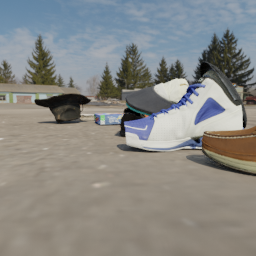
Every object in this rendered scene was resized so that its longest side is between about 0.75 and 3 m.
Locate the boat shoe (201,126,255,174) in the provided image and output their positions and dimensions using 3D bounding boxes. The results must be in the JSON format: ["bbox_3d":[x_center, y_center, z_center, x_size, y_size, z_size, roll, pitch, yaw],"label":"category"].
[{"bbox_3d":[2.106,0.110,3.296,2.478,0.915,0.937,4,6,41],"label":"boat shoe"}]

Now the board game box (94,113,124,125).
[{"bbox_3d":[-0.181,-0.433,12.076,2.361,0.407,1.598,-2,5,-14],"label":"board game box"}]

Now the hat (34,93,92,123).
[{"bbox_3d":[-2.799,-0.754,12.308,2.589,1.044,2.589,-5,-4,0],"label":"hat"}]

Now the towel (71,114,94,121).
[{"bbox_3d":[-2.363,-0.599,15.055,1.966,0.339,1.303,-2,6,-27],"label":"towel"}]

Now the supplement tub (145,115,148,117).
[{"bbox_3d":[1.241,-0.704,10.363,2.175,1.333,1.333,-5,7,-43],"label":"supplement tub"}]

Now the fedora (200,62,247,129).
[{"bbox_3d":[2.691,-0.818,9.385,1.312,2.874,2.874,-30,3,5],"label":"fedora"}]

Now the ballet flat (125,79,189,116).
[{"bbox_3d":[1.430,-0.626,6.728,2.947,1.076,1.076,15,1,-13],"label":"ballet flat"}]

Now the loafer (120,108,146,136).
[{"bbox_3d":[0.210,-0.277,8.095,0.745,0.728,2.040,2,11,5],"label":"loafer"}]

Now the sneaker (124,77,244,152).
[{"bbox_3d":[1.108,-0.288,5.322,2.376,1.372,0.960,0,4,-2],"label":"sneaker"}]
